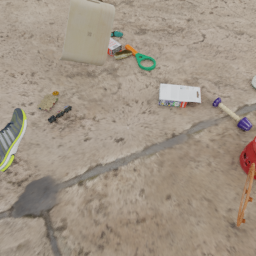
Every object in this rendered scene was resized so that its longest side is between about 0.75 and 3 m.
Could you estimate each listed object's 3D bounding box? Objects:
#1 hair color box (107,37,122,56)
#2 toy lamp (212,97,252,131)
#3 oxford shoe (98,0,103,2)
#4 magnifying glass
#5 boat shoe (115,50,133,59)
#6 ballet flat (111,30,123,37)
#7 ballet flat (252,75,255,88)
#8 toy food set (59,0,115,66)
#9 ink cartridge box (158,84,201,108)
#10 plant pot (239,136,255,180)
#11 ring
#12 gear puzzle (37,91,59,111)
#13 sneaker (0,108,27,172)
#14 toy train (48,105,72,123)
[{"bbox_3d":[-1.053,-4.374,14.669,0.715,0.431,1.409,-36,60,-24],"label":"hair color box"},{"bbox_3d":[4.382,-0.562,11.786,0.538,0.538,1.848,-31,57,-21],"label":"toy lamp"},{"bbox_3d":[-1.645,-7.672,17.215,0.411,0.354,0.974,8,63,-2],"label":"oxford shoe"},{"bbox_3d":[0.583,-3.616,14.261,0.862,0.243,2.167,-31,61,-21],"label":"magnifying glass"},{"bbox_3d":[-0.244,-3.722,14.246,0.993,0.330,0.368,-15,56,-22],"label":"boat shoe"},{"bbox_3d":[-0.783,-5.189,15.355,1.041,0.353,0.392,-5,45,0],"label":"ballet flat"},{"bbox_3d":[6.865,-1.615,12.285,1.012,1.012,2.914,-38,62,-25],"label":"ballet flat"},{"bbox_3d":[-1.576,-3.623,10.657,1.718,2.394,0.723,4,22,-27],"label":"toy food set"},{"bbox_3d":[2.284,-1.412,12.457,1.803,0.454,0.982,6,53,3],"label":"ink cartridge box"},{"bbox_3d":[4.990,0.968,10.115,1.526,1.390,1.526,-1,52,1],"label":"plant pot"},{"bbox_3d":[2.918,1.640,6.835,0.153,1.597,1.597,14,54,21],"label":"ring"},{"bbox_3d":[-3.490,-1.231,12.518,0.660,0.167,1.275,14,52,13],"label":"gear puzzle"},{"bbox_3d":[-3.420,0.244,7.833,0.689,0.754,1.864,-11,59,46],"label":"sneaker"},{"bbox_3d":[-2.917,-0.625,12.031,1.217,0.208,0.279,-38,50,-24],"label":"toy train"}]
